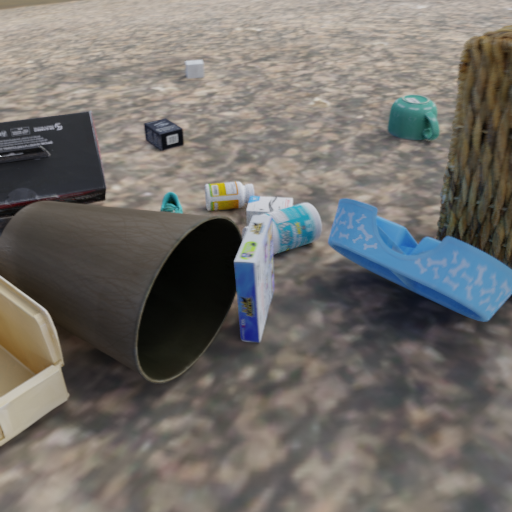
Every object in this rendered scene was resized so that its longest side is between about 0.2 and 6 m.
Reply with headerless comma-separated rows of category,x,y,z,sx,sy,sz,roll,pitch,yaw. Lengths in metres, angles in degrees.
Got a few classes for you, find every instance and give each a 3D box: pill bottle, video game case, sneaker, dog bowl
pill bottle,0.483,-0.492,10.924,1.461,0.809,0.809,-18,38,-23
video game case,-0.002,0.348,9.013,0.351,1.543,1.399,5,34,11
pill bottle,-0.587,-1.327,12.344,1.047,0.581,0.581,-5,35,-8
sneaker,-1.754,-0.665,11.263,0.689,0.708,1.777,-5,35,-7
dog bowl,2.615,0.075,9.356,3.282,0.814,1.829,29,-1,34

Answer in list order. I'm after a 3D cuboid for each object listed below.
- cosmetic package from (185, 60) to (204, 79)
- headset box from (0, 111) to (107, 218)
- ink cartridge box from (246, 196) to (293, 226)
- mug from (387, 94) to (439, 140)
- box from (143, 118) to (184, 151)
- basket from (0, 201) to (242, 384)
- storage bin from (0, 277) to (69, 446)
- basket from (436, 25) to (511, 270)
cosmetic package,-2.252,-6.842,20.537,0.629,0.519,0.518,-7,35,-9
headset box,-4.309,-1.578,10.498,2.763,1.434,3.713,-12,4,-14
ink cartridge box,0.414,-0.934,11.931,1.179,0.400,0.684,3,34,5
mug,4.572,-3.957,15.867,1.582,0.978,1.300,19,38,26
box,-2.541,-3.342,15.379,0.724,0.510,0.978,-22,40,-29
basket,-2.254,0.279,8.733,3.164,2.151,2.852,12,41,24
storage bin,-4.792,1.526,7.283,3.282,1.549,3.306,24,41,32
basket,5.322,-1.712,9.517,3.210,4.310,3.076,-28,39,-36
